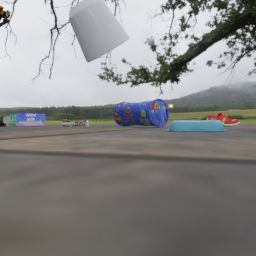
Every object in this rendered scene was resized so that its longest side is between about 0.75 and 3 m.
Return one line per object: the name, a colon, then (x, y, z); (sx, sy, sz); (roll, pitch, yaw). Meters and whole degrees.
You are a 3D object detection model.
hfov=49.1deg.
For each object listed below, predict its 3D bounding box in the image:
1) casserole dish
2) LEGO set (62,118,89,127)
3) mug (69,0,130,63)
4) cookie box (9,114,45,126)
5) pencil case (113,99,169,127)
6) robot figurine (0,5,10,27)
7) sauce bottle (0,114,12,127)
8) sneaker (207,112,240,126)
casserole dish: (1.228, -0.039, 5.048); (1.066, 0.207, 0.645); (-1, 1, 12)
LEGO set: (-2.007, -0.129, 10.679); (1.000, 0.329, 1.339); (0, -10, -10)
mug: (-1.142, -3.186, 9.049); (1.605, 1.645, 2.004); (-42, 22, -28)
cookie box: (-4.379, -0.353, 12.129); (1.198, 0.526, 1.400); (-1, 1, -33)
pencil case: (0.421, -0.496, 9.560); (1.008, 0.906, 2.322); (-9, 7, -33)
robot figurine: (-4.076, -3.051, 8.143); (1.025, 1.414, 0.412); (22, -15, 19)
sauce bottle: (-4.807, -0.279, 10.533); (0.494, 0.494, 1.526); (-1, 4, -43)
sneaker: (3.754, -0.341, 10.986); (1.303, 0.553, 0.502); (0, 1, -2)
